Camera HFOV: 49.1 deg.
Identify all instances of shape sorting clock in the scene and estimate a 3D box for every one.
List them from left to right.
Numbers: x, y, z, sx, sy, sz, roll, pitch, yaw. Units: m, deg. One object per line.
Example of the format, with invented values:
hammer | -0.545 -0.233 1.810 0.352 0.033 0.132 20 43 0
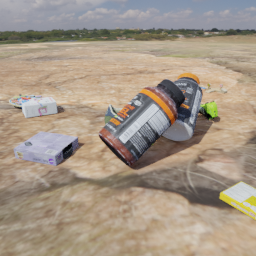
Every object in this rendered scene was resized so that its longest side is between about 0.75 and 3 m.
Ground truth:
shape sorting clock | -5.115 -1.431 14.593 2.013 0.395 2.013 1 24 0

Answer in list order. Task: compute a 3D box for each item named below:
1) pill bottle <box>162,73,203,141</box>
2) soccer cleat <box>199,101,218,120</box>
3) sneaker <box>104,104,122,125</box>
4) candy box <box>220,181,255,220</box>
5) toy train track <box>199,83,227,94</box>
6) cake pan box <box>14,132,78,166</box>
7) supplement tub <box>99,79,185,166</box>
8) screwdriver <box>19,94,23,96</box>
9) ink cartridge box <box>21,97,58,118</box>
pill bottle | 1.996 -0.882 10.405 1.345 1.345 2.531 9 56 20
soccer cleat | 3.607 -0.764 12.757 0.650 0.780 1.926 -13 1 1
sneaker | 0.426 -0.408 11.003 2.761 1.240 0.926 0 22 0
candy box | 3.216 1.899 6.690 0.922 0.238 1.803 -12 25 -33
toy train track | 4.991 -2.676 17.633 1.572 0.446 2.740 -17 27 -35
cake pan box | -2.695 0.651 9.518 1.654 0.433 1.523 7 25 16
supplement tub | 0.510 -0.261 8.720 2.776 1.484 1.484 -45 37 -11
screwdriver | -5.861 -1.652 15.536 0.174 0.167 1.198 -8 28 -28
ink cartridge box | -4.194 -1.004 13.283 1.468 0.621 1.061 -10 24 -26
